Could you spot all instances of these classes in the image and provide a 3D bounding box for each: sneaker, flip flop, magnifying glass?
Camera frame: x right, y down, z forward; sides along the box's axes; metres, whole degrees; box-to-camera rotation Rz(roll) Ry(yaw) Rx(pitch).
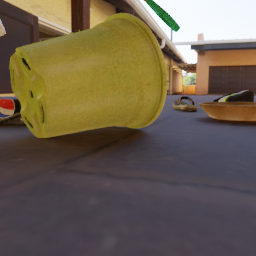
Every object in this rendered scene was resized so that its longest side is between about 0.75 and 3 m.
[{"bbox_3d":[4.570,-1.179,12.169,2.589,0.928,1.072,-7,11,-42],"label":"sneaker"},{"bbox_3d":[2.681,-1.166,13.100,0.906,0.643,2.234,0,8,-2],"label":"flip flop"},{"bbox_3d":[0.758,-3.762,8.538,2.220,0.249,0.884,42,14,-2],"label":"magnifying glass"}]

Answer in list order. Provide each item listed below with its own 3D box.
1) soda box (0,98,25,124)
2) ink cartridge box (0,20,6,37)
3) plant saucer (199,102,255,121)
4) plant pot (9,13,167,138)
[{"bbox_3d":[-3.447,-0.495,8.033,2.223,0.704,0.787,-1,8,-6],"label":"soda box"},{"bbox_3d":[-2.040,-1.673,3.728,0.389,0.664,0.918,-26,56,-9],"label":"ink cartridge box"},{"bbox_3d":[3.802,-0.570,9.273,2.859,0.506,2.859,0,8,0],"label":"plant saucer"},{"bbox_3d":[-0.982,-0.961,5.962,2.466,2.682,2.682,-19,18,-35],"label":"plant pot"}]
